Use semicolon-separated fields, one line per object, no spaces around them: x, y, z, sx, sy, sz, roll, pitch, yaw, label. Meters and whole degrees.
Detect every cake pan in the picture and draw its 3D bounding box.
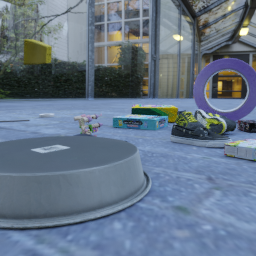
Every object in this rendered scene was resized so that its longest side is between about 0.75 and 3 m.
-1.116;0.576;4.248;2.940;0.539;2.940;0;8;0;cake pan

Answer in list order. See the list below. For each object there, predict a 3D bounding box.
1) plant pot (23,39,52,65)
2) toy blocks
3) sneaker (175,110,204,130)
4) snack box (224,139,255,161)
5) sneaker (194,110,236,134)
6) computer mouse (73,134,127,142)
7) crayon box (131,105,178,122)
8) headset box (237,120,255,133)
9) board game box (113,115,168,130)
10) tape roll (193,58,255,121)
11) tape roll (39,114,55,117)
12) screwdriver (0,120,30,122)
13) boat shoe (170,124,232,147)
-3.084;-2.584;9.694;0.736;0.835;0.835;8;16;0;plant pot
-0.945;0.010;7.534;0.703;0.781;0.835;-12;10;-34;toy blocks
1.997;-0.224;9.463;0.643;0.731;1.727;-3;8;-16;sneaker
2.725;0.451;6.088;1.092;0.289;0.777;-7;10;-41;snack box
2.921;-0.154;9.616;0.805;0.708;1.902;4;15;-18;sneaker
-0.790;0.347;6.438;1.533;0.404;1.062;3;9;22;computer mouse
1.218;-0.713;13.235;2.046;0.691;2.371;2;8;3;crayon box
4.305;-0.074;9.722;0.714;0.360;0.961;0;8;-3;headset box
0.497;-0.246;10.818;1.764;0.414;1.332;4;9;26;board game box
4.336;-1.644;12.384;2.744;2.744;0.900;3;9;19;tape roll
-4.330;-0.667;14.949;0.800;0.146;0.800;-1;7;0;tape roll
-5.259;-0.215;10.921;2.737;0.382;0.398;-1;-24;-20;screwdriver
1.857;0.192;7.312;1.679;0.475;0.576;6;10;36;boat shoe
